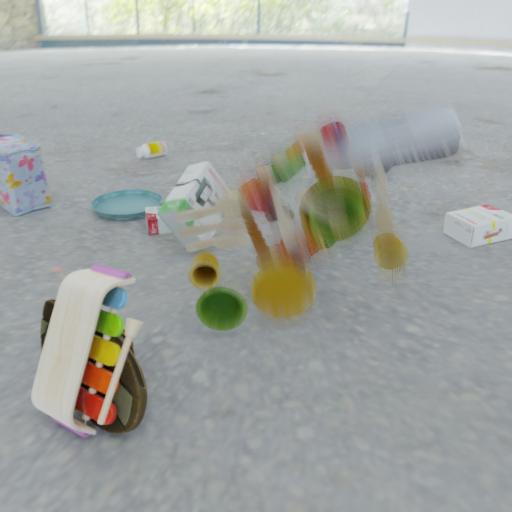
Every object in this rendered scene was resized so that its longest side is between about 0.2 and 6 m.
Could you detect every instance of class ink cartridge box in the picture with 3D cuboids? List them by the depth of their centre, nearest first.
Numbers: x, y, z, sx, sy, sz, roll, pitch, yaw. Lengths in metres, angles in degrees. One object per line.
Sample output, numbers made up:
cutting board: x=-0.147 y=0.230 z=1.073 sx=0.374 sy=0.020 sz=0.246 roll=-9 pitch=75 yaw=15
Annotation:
ink cartridge box: x=-1.139 y=-0.995 z=10.909 sx=0.589 sy=1.023 sz=1.401 roll=-5 pitch=46 yaw=39
ink cartridge box: x=4.637 y=-0.634 z=11.642 sx=1.196 sy=0.499 sz=0.868 roll=-11 pitch=28 yaw=-21
ink cartridge box: x=-1.880 y=-0.788 z=12.072 sx=0.961 sy=0.398 sz=0.700 roll=-6 pitch=27 yaw=-11

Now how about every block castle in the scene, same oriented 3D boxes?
block castle: x=0.816 y=-0.919 z=8.926 sx=1.131 sy=1.612 sz=2.412 roll=0 pitch=34 yaw=48

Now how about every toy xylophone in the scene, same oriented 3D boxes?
toy xylophone: x=-1.905 y=1.136 z=6.463 sx=1.486 sy=2.030 sz=0.510 roll=22 pitch=3 yaw=34

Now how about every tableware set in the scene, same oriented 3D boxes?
tableware set: x=0.502 y=0.044 z=7.735 sx=3.067 sy=2.066 sz=0.471 roll=-12 pitch=28 yaw=5

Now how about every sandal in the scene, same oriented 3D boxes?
sandal: x=-2.088 y=1.317 z=7.397 sx=0.749 sy=1.122 sz=2.745 roll=6 pitch=9 yaw=-42

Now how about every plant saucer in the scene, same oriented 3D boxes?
plant saucer: x=-3.004 y=-1.183 z=13.087 sx=1.646 sy=0.226 sz=1.646 roll=0 pitch=25 yaw=0

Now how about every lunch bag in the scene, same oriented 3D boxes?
lunch bag: x=-5.767 y=-1.948 z=13.140 sx=1.168 sy=1.558 sz=1.837 roll=-23 pitch=37 yaw=-37

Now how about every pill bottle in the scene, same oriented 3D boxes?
pill bottle: x=-3.160 y=-3.172 z=16.873 sx=0.852 sy=0.444 sz=0.444 roll=-18 pitch=32 yaw=-33

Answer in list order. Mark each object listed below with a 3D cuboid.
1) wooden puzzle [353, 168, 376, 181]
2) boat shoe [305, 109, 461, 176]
wooden puzzle: x=2.133 y=-2.140 z=12.080 sx=1.173 sy=0.293 sz=1.267 roll=36 pitch=36 yaw=-2
boat shoe: x=2.277 y=-1.873 z=10.062 sx=2.716 sy=0.900 sz=0.949 roll=-13 pitch=40 yaw=12
